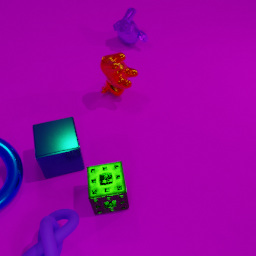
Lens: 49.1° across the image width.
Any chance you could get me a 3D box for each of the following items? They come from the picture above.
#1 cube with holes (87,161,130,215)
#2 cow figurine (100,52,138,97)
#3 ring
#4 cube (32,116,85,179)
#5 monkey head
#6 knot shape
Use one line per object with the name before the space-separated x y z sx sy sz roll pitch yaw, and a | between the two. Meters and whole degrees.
cube with holes | -0.476 1.455 6.766 0.860 0.860 0.860 -9 49 -2
cow figurine | -0.458 -1.648 8.775 1.566 1.591 0.873 8 61 43
ring | -3.647 1.132 6.839 2.061 0.412 2.061 6 72 -21
cube | -1.822 0.520 7.427 1.080 1.080 1.080 -13 53 -10
monkey head | 0.085 -3.886 10.786 1.688 1.017 1.214 34 98 37
knot shape | -1.622 2.369 5.640 0.689 1.492 1.396 29 97 -3
